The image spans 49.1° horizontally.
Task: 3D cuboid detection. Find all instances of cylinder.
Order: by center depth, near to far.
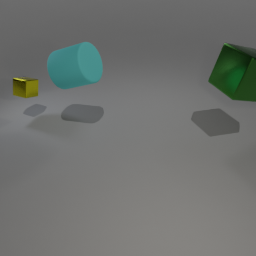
[{"bbox_3d":[-1.838,-2.157,9.833,1.400,1.400,1.400,-6,26,29],"label":"cylinder"}]

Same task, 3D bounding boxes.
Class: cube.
[{"bbox_3d":[3.797,-1.802,9.189,1.400,1.400,1.400,1,33,-26],"label":"cube"},{"bbox_3d":[-4.090,-1.628,11.206,0.700,0.700,0.700,14,19,23],"label":"cube"}]
